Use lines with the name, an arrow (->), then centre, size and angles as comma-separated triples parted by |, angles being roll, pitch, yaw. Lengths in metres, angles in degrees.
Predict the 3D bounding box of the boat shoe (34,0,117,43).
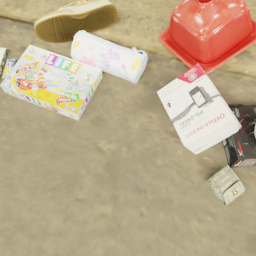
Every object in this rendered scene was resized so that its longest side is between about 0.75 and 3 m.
boat shoe -> -1.872, -3.849, 9.875 | 2.897, 1.072, 0.962 | -17, 52, -10

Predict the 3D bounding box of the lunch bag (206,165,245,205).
lunch bag -> 2.627, 1.541, 7.466 | 0.688, 0.493, 0.838 | -32, 74, -15

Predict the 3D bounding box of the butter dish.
butter dish -> 2.491, -3.470, 8.743 | 2.663, 1.974, 2.670 | -34, 55, -3

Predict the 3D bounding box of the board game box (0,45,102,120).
board game box -> -2.394, -1.499, 8.948 | 2.650, 0.454, 1.782 | 20, 66, 9

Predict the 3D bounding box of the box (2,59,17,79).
box -> -3.908, -1.910, 9.274 | 0.269, 0.246, 0.766 | 2, 63, 1

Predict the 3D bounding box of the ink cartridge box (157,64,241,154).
ink cartridge box -> 1.927, -0.526, 7.817 | 1.464, 0.840, 2.016 | -34, 56, 18

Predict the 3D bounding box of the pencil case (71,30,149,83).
pencil case -> -0.597, -2.292, 8.983 | 2.446, 1.109, 1.017 | 22, 68, 11

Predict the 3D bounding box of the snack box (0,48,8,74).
snack box -> -4.598, -2.120, 9.346 | 0.785, 0.251, 1.352 | 5, 62, 0

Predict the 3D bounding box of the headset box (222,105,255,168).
headset box -> 3.823, 0.184, 7.937 | 2.142, 0.804, 1.592 | -4, 64, -2
